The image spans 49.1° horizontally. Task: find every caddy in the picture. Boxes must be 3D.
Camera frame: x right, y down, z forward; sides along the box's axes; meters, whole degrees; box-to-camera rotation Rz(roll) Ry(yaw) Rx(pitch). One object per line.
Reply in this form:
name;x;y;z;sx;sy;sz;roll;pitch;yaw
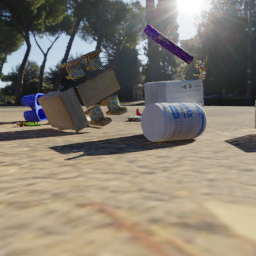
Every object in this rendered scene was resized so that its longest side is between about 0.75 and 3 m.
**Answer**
caddy;-4.375;-0.984;13.625;0.990;1.333;1.886;-6;6;2

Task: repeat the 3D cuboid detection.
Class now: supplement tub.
supplement tub;1.172;-0.164;7.083;1.466;0.967;0.967;-3;7;-35

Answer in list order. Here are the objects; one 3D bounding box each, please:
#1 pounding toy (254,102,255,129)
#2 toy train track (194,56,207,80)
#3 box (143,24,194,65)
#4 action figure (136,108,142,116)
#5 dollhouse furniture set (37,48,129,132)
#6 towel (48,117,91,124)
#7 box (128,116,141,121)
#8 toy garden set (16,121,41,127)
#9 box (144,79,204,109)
pounding toy;4.578;-0.242;7.816;1.677;1.295;1.822;3;-2;-7
toy train track;2.221;-1.853;8.821;0.270;0.952;1.659;9;27;5
box;1.882;-3.888;13.027;2.236;0.437;1.530;24;23;-30
action figure;1.575;-0.882;15.876;0.969;0.765;2.961;-1;8;-32
dollhouse furniture set;-1.369;-1.202;10.076;2.971;2.604;1.974;-35;23;-31
towel;-2.583;-0.342;12.468;1.494;0.252;1.564;0;6;9
box;0.489;-0.466;13.894;0.738;0.204;1.081;2;6;15
toy garden set;-4.044;-0.184;11.133;0.792;0.190;0.950;-5;8;-43
box;1.406;-0.654;8.482;1.541;1.550;1.013;-10;9;-33
